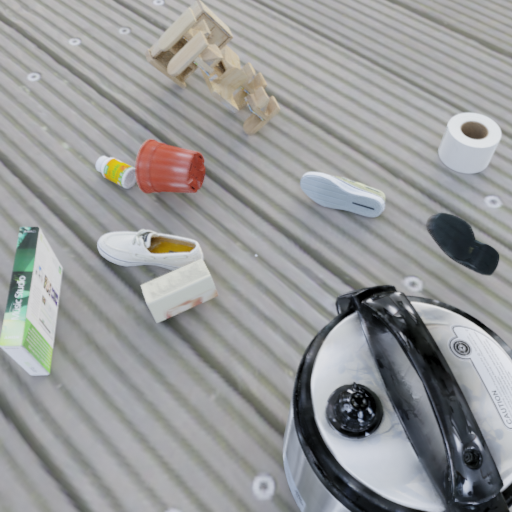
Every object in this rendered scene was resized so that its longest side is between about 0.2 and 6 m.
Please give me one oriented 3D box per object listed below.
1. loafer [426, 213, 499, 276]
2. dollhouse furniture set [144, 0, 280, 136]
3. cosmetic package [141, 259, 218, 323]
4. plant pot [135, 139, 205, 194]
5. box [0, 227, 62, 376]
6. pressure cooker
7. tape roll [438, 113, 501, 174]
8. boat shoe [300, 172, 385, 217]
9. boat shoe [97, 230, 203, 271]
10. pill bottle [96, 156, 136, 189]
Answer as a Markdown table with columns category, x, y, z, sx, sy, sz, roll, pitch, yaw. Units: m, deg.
| category | x | y | z | sx | sy | sz | roll | pitch | yaw |
| --- | --- | --- | --- | --- | --- | --- | --- | --- | --- |
| loafer | 3.534 | -0.201 | 9.941 | 0.662 | 1.819 | 0.658 | -59 | 30 | -6 |
| dollhouse furniture set | -1.248 | -4.147 | 12.684 | 1.806 | 2.550 | 2.776 | -38 | 53 | 22 |
| cosmetic package | -1.362 | 0.620 | 9.976 | 1.204 | 0.525 | 0.622 | -23 | 38 | -7 |
| plant pot | -1.687 | -1.746 | 11.370 | 1.091 | 1.122 | 1.122 | 10 | 54 | 18 |
| box | -3.677 | 0.770 | 9.287 | 0.377 | 1.498 | 2.076 | -3 | 61 | -4 |
| pressure cooker | 1.863 | 2.222 | 7.211 | 2.983 | 3.392 | 3.030 | 26 | 57 | 18 |
| tape roll | 4.660 | -2.468 | 12.264 | 1.137 | 0.781 | 1.137 | 0 | 54 | 0 |
| boat shoe | 1.801 | -1.298 | 11.604 | 1.802 | 0.649 | 0.559 | 23 | 36 | 9 |
| boat shoe | -2.039 | -0.197 | 10.629 | 2.093 | 0.731 | 0.742 | 12 | 55 | 9 |
| pill bottle | -2.995 | -1.813 | 11.977 | 0.852 | 0.473 | 0.473 | 27 | 58 | 19 |
